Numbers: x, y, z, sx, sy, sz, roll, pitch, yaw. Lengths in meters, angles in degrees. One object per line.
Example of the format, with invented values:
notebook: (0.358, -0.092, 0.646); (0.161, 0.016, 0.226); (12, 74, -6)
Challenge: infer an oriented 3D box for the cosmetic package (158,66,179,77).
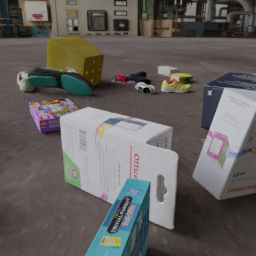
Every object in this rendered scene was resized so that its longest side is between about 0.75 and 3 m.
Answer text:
cosmetic package: (2.202, -3.102, 15.310); (0.613, 0.414, 1.166); (-10, 24, -24)

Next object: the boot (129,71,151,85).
boot: (0.736, -2.406, 13.541); (1.005, 0.400, 1.220); (-19, 26, -22)

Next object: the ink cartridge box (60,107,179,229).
ink cartridge box: (-0.055, 0.563, 4.798); (2.362, 1.383, 0.795); (16, 26, 34)

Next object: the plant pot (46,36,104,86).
plant pot: (-2.299, -2.855, 12.828); (1.838, 2.084, 2.084); (25, 30, 23)

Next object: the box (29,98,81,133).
box: (-2.187, -0.450, 8.641); (1.382, 0.395, 2.020); (-10, 23, -24)

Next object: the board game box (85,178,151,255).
board game box: (-0.062, 1.396, 3.146); (0.332, 1.068, 1.414); (6, 22, 15)

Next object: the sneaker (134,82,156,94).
sneaker: (0.652, -1.679, 11.799); (1.009, 0.382, 0.442); (13, 25, 31)

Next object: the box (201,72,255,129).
box: (3.562, -0.690, 8.027); (2.204, 1.316, 2.241); (15, 26, 33)

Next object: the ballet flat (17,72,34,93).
ballet flat: (-4.598, -2.175, 12.551); (0.757, 0.757, 2.179); (-10, 24, -24)

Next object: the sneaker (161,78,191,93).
sneaker: (2.061, -1.812, 11.859); (1.286, 0.581, 0.503); (-1, 20, -7)

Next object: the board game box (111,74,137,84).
board game box: (-0.073, -2.562, 14.088); (1.317, 0.324, 1.666); (5, 23, 14)

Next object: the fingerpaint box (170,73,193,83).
fingerpaint box: (2.632, -2.448, 13.780); (0.762, 0.335, 0.913); (-6, 22, -18)

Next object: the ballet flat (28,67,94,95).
ballet flat: (-2.677, -2.056, 11.423); (2.782, 0.946, 0.952); (11, 50, 2)

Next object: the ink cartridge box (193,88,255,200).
ink cartridge box: (2.004, 0.280, 4.794); (1.253, 1.733, 0.734); (0, 27, -31)
